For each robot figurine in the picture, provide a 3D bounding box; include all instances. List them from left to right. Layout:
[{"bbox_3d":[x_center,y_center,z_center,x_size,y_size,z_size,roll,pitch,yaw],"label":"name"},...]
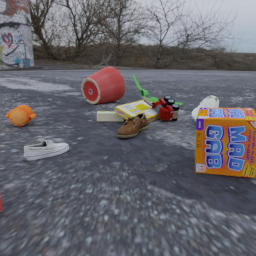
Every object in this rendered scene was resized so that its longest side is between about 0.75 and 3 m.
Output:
[{"bbox_3d":[-3.439,-0.395,9.011,0.757,0.614,1.052,39,9,-11],"label":"robot figurine"}]

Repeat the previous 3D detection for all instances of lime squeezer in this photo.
[{"bbox_3d":[0.989,-1.461,12.107,2.663,0.940,0.502,35,-15,21],"label":"lime squeezer"}]

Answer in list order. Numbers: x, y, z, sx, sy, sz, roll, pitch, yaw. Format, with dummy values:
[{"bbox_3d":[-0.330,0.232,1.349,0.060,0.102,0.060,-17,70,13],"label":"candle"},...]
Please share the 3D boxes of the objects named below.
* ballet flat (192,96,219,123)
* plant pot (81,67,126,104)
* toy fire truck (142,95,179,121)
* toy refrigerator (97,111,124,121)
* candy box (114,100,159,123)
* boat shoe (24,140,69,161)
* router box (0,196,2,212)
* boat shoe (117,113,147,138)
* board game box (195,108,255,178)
[{"bbox_3d":[2.669,-0.658,9.324,0.880,0.880,2.535,5,14,18],"label":"ballet flat"},{"bbox_3d":[-1.244,-1.912,13.215,1.724,1.724,1.526,11,28,38],"label":"plant pot"},{"bbox_3d":[1.076,-0.718,9.611,1.141,0.734,1.004,-8,35,-14],"label":"toy fire truck"},{"bbox_3d":[-0.599,-0.417,9.644,0.915,0.320,0.347,0,15,2],"label":"toy refrigerator"},{"bbox_3d":[0.509,-0.580,9.791,1.030,0.266,2.015,34,28,24],"label":"candy box"},{"bbox_3d":[-1.804,0.432,6.241,1.055,0.347,0.380,-11,18,-37],"label":"boat shoe"},{"bbox_3d":[-3.675,0.939,3.448,2.979,0.728,2.673,8,16,29],"label":"router box"},{"bbox_3d":[0.104,-0.099,8.002,0.537,0.507,1.492,6,16,23],"label":"boat shoe"},{"bbox_3d":[1.906,0.226,5.506,1.073,1.072,1.073,3,16,17],"label":"board game box"}]
